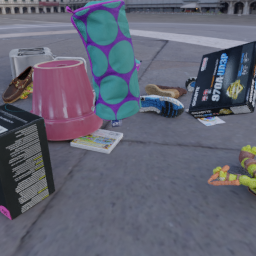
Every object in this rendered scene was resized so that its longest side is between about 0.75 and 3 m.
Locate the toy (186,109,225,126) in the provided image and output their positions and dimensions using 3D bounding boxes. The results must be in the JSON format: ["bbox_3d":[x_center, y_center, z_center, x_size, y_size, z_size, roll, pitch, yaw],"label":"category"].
[{"bbox_3d":[3.176,-0.619,11.560,0.902,0.370,1.567,-11,28,-19],"label":"toy"}]

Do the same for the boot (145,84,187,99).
[{"bbox_3d":[1.883,-1.837,13.952,1.750,0.633,1.456,21,25,33],"label":"boot"}]

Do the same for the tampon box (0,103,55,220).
[{"bbox_3d":[-2.884,0.739,6.757,1.598,2.132,1.346,18,32,33],"label":"tampon box"}]

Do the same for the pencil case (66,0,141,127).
[{"bbox_3d":[-0.435,-1.395,6.142,1.191,2.578,1.097,-13,27,-5],"label":"pencil case"}]

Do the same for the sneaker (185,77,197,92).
[{"bbox_3d":[4.295,-2.257,14.360,2.494,0.935,1.081,15,25,28],"label":"sneaker"}]

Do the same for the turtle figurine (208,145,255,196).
[{"bbox_3d":[3.621,1.265,7.026,2.989,0.963,2.411,-2,16,21],"label":"turtle figurine"}]

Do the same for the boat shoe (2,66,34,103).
[{"bbox_3d":[-5.221,-2.121,13.367,0.767,0.767,2.180,23,58,14],"label":"boat shoe"}]

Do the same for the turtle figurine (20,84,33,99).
[{"bbox_3d":[-5.023,-1.856,13.824,1.612,0.519,1.300,-8,46,18],"label":"turtle figurine"}]

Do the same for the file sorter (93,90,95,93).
[{"bbox_3d":[-0.991,-1.130,12.079,0.933,0.837,1.344,-17,30,-31],"label":"file sorter"}]

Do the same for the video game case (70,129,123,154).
[{"bbox_3d":[-1.052,0.404,9.713,1.419,0.162,1.291,10,28,17],"label":"video game case"}]

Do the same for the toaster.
[{"bbox_3d":[-5.461,-3.546,16.053,2.822,1.675,2.552,-8,26,-15],"label":"toaster"}]

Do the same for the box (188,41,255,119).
[{"bbox_3d":[2.235,-1.075,6.411,1.380,0.399,1.736,-5,56,44],"label":"box"}]

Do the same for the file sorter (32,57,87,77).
[{"bbox_3d":[-3.175,-2.287,13.495,1.871,1.679,2.697,3,27,8],"label":"file sorter"}]

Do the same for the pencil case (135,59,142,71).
[{"bbox_3d":[-0.338,-2.464,9.718,1.672,0.712,0.773,31,-20,-22],"label":"pencil case"}]

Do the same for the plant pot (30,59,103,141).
[{"bbox_3d":[-2.350,-1.157,10.192,2.669,2.389,2.669,-3,23,1],"label":"plant pot"}]

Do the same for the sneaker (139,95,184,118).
[{"bbox_3d":[1.366,-1.068,12.007,2.299,0.862,0.996,14,24,26],"label":"sneaker"}]
